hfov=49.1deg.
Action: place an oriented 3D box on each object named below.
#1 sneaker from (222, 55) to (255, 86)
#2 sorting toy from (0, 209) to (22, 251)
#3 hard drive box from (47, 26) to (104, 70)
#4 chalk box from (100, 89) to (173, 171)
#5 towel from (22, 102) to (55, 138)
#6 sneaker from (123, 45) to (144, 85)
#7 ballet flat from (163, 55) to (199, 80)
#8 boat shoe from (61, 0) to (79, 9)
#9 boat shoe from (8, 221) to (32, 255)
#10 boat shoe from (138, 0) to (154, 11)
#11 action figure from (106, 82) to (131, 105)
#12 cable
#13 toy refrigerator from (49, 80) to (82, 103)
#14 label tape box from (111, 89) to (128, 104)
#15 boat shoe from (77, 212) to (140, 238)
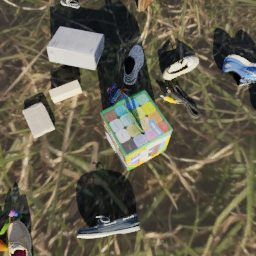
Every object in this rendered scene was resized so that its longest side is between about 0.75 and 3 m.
[{"bbox_3d":[5.130,-2.129,11.798,2.492,0.979,1.111,24,78,17],"label":"sneaker"},{"bbox_3d":[-4.197,3.653,9.844,0.529,0.533,1.536,29,72,-14],"label":"sorting toy"},{"bbox_3d":[-2.202,-3.468,12.083,2.035,0.782,1.586,12,54,5],"label":"hard drive box"},{"bbox_3d":[0.276,0.040,9.805,1.820,2.936,1.833,-28,72,-10],"label":"chalk box"},{"bbox_3d":[-3.645,-0.331,11.408,0.916,0.238,1.382,-26,72,-8],"label":"towel"},{"bbox_3d":[0.277,-2.902,11.891,0.740,1.128,1.961,12,70,4],"label":"sneaker"},{"bbox_3d":[2.347,-2.670,12.091,1.918,0.598,0.647,-34,73,-12],"label":"ballet flat"},{"bbox_3d":[-2.816,-6.064,13.520,0.957,0.327,0.353,25,71,9],"label":"boat shoe"},{"bbox_3d":[-3.674,4.088,9.493,0.710,0.666,1.926,-22,71,-8],"label":"boat shoe"},{"bbox_3d":[1.020,-6.464,13.432,0.732,0.774,2.153,14,70,6],"label":"boat shoe"},{"bbox_3d":[-0.467,-1.379,11.756,0.979,0.529,1.012,24,102,12],"label":"action figure"},{"bbox_3d":[2.260,-1.109,11.733,1.818,0.457,0.883,38,57,1],"label":"cable"},{"bbox_3d":[-2.614,-1.542,11.731,1.254,0.476,0.439,-23,71,-8],"label":"toy refrigerator"},{"bbox_3d":[-0.285,-1.090,11.058,0.608,0.267,0.843,-57,34,13],"label":"label tape box"},{"bbox_3d":[-0.678,3.368,9.693,2.173,0.813,0.672,-8,71,-4],"label":"boat shoe"}]
